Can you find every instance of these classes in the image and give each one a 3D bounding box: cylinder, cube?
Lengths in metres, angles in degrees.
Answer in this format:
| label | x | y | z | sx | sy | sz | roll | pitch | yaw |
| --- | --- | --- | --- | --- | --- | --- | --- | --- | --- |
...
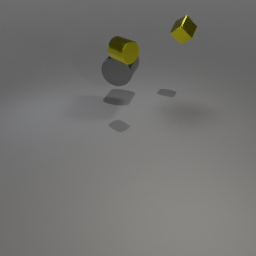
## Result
| label | x | y | z | sx | sy | sz | roll | pitch | yaw |
| --- | --- | --- | --- | --- | --- | --- | --- | --- | --- |
| cylinder | -0.146 | -2.379 | 8.545 | 0.700 | 0.700 | 0.700 | -25 | 42 | -35 |
| cube | 2.310 | -4.089 | 11.655 | 0.700 | 0.700 | 0.700 | -7 | 52 | 56 |
| cylinder | -0.324 | -2.834 | 12.747 | 1.400 | 1.400 | 1.400 | 9 | 38 | 14 |
